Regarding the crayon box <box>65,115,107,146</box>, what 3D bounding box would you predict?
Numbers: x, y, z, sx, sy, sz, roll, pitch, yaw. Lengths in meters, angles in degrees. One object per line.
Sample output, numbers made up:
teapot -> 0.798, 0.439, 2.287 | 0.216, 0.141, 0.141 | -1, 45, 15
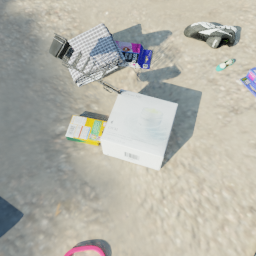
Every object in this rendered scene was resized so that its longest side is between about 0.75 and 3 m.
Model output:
crayon box -> -1.526, 0.118, 10.819 | 1.512, 0.390, 0.951 | 11, 64, 6

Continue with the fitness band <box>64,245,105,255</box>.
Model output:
fitness band -> -1.384, 4.261, 8.811 | 1.402, 0.262, 1.007 | -6, 61, -4

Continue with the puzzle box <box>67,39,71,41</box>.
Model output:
puzzle box -> -2.319, -3.647, 12.864 | 0.811, 0.155, 1.219 | -18, 64, -10

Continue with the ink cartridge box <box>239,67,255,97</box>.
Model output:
ink cartridge box -> 6.213, -2.169, 11.946 | 2.449, 0.514, 1.461 | -26, 66, -11

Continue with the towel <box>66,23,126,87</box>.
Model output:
towel -> -1.502, -3.086, 11.778 | 2.334, 0.999, 1.933 | -27, 72, 3

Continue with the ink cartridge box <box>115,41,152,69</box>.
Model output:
ink cartridge box -> -0.115, -3.294, 12.548 | 2.322, 0.431, 1.100 | 9, 66, 2

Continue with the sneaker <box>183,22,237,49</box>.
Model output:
sneaker -> 3.770, -4.166, 12.760 | 2.440, 0.811, 1.104 | 5, 60, 0

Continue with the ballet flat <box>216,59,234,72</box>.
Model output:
ballet flat -> 4.271, -2.799, 12.321 | 0.928, 0.327, 0.312 | -29, 77, -14

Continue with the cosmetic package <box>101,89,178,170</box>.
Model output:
cosmetic package -> 0.442, 0.033, 10.317 | 2.230, 1.375, 2.237 | 15, 63, 8

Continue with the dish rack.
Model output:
dish rack -> -1.308, -2.024, 9.439 | 2.750, 2.109, 0.750 | 30, 97, -11
